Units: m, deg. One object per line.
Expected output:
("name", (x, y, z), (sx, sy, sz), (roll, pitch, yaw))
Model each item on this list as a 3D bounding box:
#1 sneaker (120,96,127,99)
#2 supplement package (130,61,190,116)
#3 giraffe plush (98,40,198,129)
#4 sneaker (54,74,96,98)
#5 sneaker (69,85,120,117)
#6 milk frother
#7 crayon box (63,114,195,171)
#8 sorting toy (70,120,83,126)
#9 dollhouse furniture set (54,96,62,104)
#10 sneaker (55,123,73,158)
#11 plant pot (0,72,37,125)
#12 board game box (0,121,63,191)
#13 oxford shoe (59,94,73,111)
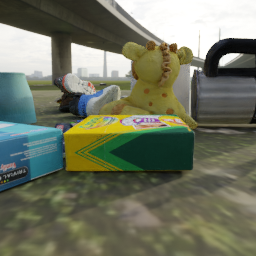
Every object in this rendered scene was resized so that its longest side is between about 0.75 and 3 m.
("sneaker", (-0.126, -1.221, 13.417), (2.006, 0.709, 0.995), (2, 13, 34))
("supplement package", (1.334, -1.522, 10.924), (2.107, 2.091, 2.776), (1, 9, 10))
("giraffe plush", (0.618, -1.150, 7.835), (2.530, 2.378, 2.932), (-8, 12, -40))
("sneaker", (-2.339, -1.722, 12.548), (1.026, 0.965, 2.506), (3, -18, 26))
("sneaker", (-1.362, -1.130, 11.235), (1.398, 0.964, 2.513), (7, 29, 24))
("milk frother", (3.446, -1.494, 8.936), (2.800, 2.687, 2.977), (2, 12, 6))
("crayon box", (0.059, 0.164, 5.164), (1.918, 0.648, 2.223), (0, 9, 3))
("sorting toy", (-1.220, -0.050, 8.035), (0.725, 0.176, 1.288), (-11, 14, -34))
("dollhouse furniture set", (-3.277, -1.283, 15.128), (0.938, 0.719, 1.432), (19, -23, -40))
("sneaker", (-1.296, 0.205, 5.247), (0.494, 0.556, 1.317), (0, 10, 2))
("plant pot", (-3.937, -0.985, 9.108), (1.767, 1.660, 1.767), (0, 10, 0))
("board game box", (-2.697, 0.344, 4.042), (2.792, 0.655, 2.108), (6, 11, 32))
("oxford shoe", (-2.814, -1.266, 13.018), (0.827, 0.960, 2.275), (-3, 11, -14))
